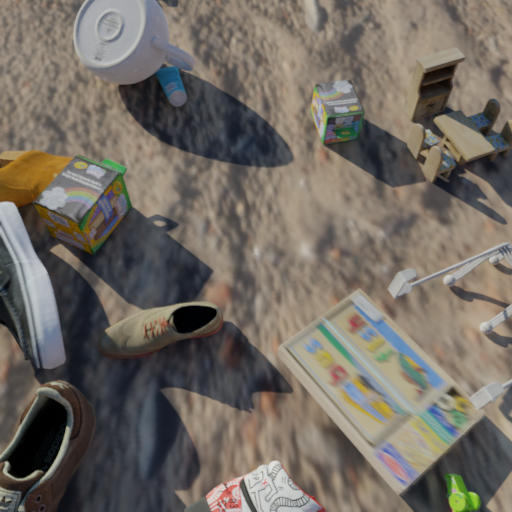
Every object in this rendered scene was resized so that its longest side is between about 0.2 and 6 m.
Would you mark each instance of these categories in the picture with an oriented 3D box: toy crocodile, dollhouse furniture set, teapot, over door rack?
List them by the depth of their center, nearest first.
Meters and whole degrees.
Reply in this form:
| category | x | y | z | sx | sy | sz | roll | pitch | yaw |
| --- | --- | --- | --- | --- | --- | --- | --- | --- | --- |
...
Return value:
| category | x | y | z | sx | sy | sz | roll | pitch | yaw |
| --- | --- | --- | --- | --- | --- | --- | --- | --- | --- |
| toy crocodile | 2.735 | 3.411 | 7.203 | 0.403 | 0.368 | 1.193 | 14 | 46 | -41 |
| over door rack | 3.389 | 0.958 | 8.252 | 2.776 | 0.925 | 2.051 | -13 | 57 | -33 |
| dollhouse furniture set | 3.698 | -2.664 | 10.440 | 1.717 | 1.302 | 1.959 | -20 | 60 | -12 |
| teapot | -2.522 | -4.365 | 11.455 | 2.060 | 1.524 | 2.087 | -25 | 76 | 18 |

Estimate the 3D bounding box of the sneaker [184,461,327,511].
| category | x | y | z | sx | sy | sz | roll | pitch | yaw |
| --- | --- | --- | --- | --- | --- | --- | --- | --- | --- |
| sneaker | 0.444 | 3.886 | 6.513 | 1.558 | 0.971 | 2.907 | -27 | 59 | -13 |

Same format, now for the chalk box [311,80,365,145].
| category | x | y | z | sx | sy | sz | roll | pitch | yaw |
| --- | --- | --- | --- | --- | --- | --- | --- | --- | --- |
| chalk box | 1.588 | -2.666 | 10.781 | 0.755 | 0.751 | 1.214 | -8 | 59 | -7 |

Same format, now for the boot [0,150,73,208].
| category | x | y | z | sx | sy | sz | roll | pitch | yaw |
| --- | --- | --- | --- | --- | --- | --- | --- | --- | --- |
| boot | -4.102 | -1.111 | 9.780 | 1.479 | 0.727 | 2.066 | 8 | 53 | 11 |

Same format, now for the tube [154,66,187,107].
| category | x | y | z | sx | sy | sz | roll | pitch | yaw |
| --- | --- | --- | --- | --- | --- | --- | --- | --- | --- |
| tube | -1.758 | -3.589 | 11.583 | 0.544 | 0.354 | 1.404 | -11 | 46 | -12 |

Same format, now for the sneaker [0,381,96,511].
| category | x | y | z | sx | sy | sz | roll | pitch | yaw |
| --- | --- | --- | --- | --- | --- | --- | --- | --- | --- |
| sneaker | -3.050 | 3.154 | 6.783 | 1.210 | 1.297 | 3.435 | 9 | 58 | 6 |

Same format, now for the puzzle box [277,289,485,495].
| category | x | y | z | sx | sy | sz | roll | pitch | yaw |
| --- | --- | --- | --- | --- | --- | --- | --- | --- | --- |
| puzzle box | 1.745 | 1.834 | 8.117 | 1.707 | 0.326 | 2.566 | -33 | 63 | -22 |

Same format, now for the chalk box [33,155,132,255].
| category | x | y | z | sx | sy | sz | roll | pitch | yaw |
| --- | --- | --- | --- | --- | --- | --- | --- | --- | --- |
| chalk box | -2.828 | -1.003 | 9.612 | 0.967 | 0.962 | 1.555 | 24 | 60 | 15 |

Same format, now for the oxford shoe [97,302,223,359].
| category | x | y | z | sx | sy | sz | roll | pitch | yaw |
| --- | --- | --- | --- | --- | --- | --- | --- | --- | --- |
| oxford shoe | -1.449 | 1.037 | 8.391 | 1.945 | 0.727 | 0.685 | -17 | 76 | -9 |

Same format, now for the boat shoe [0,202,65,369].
| category | x | y | z | sx | sy | sz | roll | pitch | yaw |
| --- | --- | --- | --- | --- | --- | --- | --- | --- | --- |
| boat shoe | -3.844 | 0.481 | 8.469 | 1.185 | 1.205 | 3.342 | -15 | 47 | -30 |
